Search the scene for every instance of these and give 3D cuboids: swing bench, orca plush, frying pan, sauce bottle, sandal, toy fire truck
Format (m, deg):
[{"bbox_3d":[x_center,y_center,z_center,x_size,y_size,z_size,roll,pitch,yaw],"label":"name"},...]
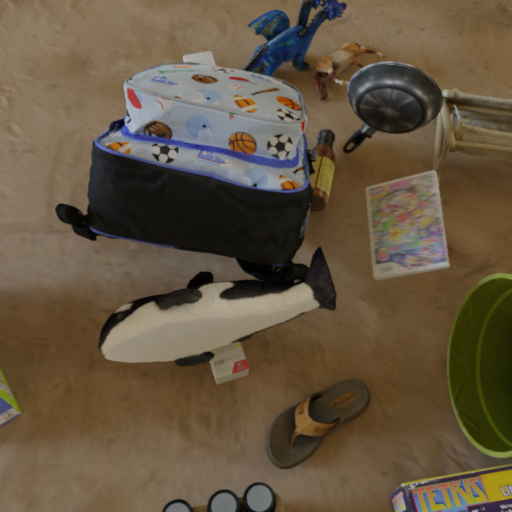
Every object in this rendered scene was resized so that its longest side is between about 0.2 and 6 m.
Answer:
[{"bbox_3d":[4.358,-2.227,10.371,1.936,1.263,1.947,8,58,6],"label":"swing bench"},{"bbox_3d":[-0.584,0.486,7.603,3.157,1.661,1.122,-24,50,9],"label":"orca plush"},{"bbox_3d":[1.913,-2.417,9.496,1.552,2.565,0.418,33,62,-28],"label":"frying pan"},{"bbox_3d":[1.194,-1.635,10.421,0.566,0.566,1.714,13,58,8],"label":"sauce bottle"},{"bbox_3d":[0.900,2.311,7.982,1.795,0.490,0.734,-26,62,-15],"label":"sandal"},{"bbox_3d":[-0.308,3.927,6.762,1.579,1.154,1.794,-9,48,-6],"label":"toy fire truck"}]

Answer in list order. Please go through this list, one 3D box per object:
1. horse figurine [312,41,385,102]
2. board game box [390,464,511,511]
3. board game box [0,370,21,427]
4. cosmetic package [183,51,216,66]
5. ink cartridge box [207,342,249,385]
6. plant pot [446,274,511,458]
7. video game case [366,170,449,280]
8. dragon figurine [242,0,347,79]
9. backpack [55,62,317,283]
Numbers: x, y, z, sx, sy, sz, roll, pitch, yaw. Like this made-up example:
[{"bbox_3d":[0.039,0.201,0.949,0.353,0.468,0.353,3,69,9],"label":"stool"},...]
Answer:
[{"bbox_3d":[1.836,-4.047,11.941,1.829,0.457,1.212,-38,53,-15],"label":"horse figurine"},{"bbox_3d":[3.579,3.923,6.741,3.217,0.912,2.659,-7,56,-4],"label":"board game box"},{"bbox_3d":[-4.510,0.653,7.065,0.852,3.806,2.559,-31,63,-18],"label":"board game box"},{"bbox_3d":[-1.133,-3.750,11.689,0.618,0.618,0.749,-11,58,-6],"label":"cosmetic package"},{"bbox_3d":[-0.464,1.524,8.584,0.526,0.302,0.725,-15,59,-9],"label":"ink cartridge box"},{"bbox_3d":[4.234,1.565,7.588,2.291,2.379,2.379,8,58,-9],"label":"plant pot"},{"bbox_3d":[2.162,-0.443,8.125,1.054,0.133,1.472,-12,67,28],"label":"video game case"},{"bbox_3d":[0.423,-4.404,11.539,3.151,1.566,0.927,-30,62,-17],"label":"dragon figurine"},{"bbox_3d":[-0.704,-1.510,8.694,3.602,2.775,3.431,16,22,-4],"label":"backpack"}]
